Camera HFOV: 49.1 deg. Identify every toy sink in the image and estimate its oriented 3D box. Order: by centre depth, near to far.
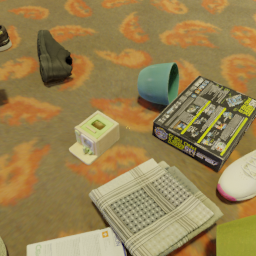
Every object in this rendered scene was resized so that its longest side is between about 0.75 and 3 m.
[{"bbox_3d":[-1.010,0.253,8.165,0.877,0.753,1.345,33,56,26],"label":"toy sink"}]

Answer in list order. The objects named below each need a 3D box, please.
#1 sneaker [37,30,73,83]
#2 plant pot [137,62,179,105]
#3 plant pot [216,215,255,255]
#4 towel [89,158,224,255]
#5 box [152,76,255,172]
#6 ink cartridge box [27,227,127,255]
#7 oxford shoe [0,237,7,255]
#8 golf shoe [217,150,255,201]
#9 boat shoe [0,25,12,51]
[{"bbox_3d":[-2.860,-2.818,10.920,1.283,1.074,2.827,-6,54,-19],"label":"sneaker"},{"bbox_3d":[0.981,-1.467,9.335,1.133,1.412,1.412,6,47,23],"label":"plant pot"},{"bbox_3d":[3.058,2.579,5.238,2.651,2.480,2.480,-3,46,19],"label":"plant pot"},{"bbox_3d":[0.638,1.753,6.640,2.396,0.414,2.307,-21,40,-27],"label":"towel"},{"bbox_3d":[2.486,-0.299,8.747,2.306,0.637,2.879,30,55,24],"label":"box"},{"bbox_3d":[-0.958,3.220,5.696,2.096,0.425,2.092,-9,48,-9],"label":"ink cartridge box"},{"bbox_3d":[-2.911,2.960,5.751,0.695,0.905,2.408,-48,55,7],"label":"oxford shoe"},{"bbox_3d":[3.483,0.867,7.294,2.767,1.266,1.042,-27,54,-21],"label":"golf shoe"},{"bbox_3d":[-6.421,-3.488,11.441,3.007,0.905,1.072,-21,51,-18],"label":"boat shoe"}]
